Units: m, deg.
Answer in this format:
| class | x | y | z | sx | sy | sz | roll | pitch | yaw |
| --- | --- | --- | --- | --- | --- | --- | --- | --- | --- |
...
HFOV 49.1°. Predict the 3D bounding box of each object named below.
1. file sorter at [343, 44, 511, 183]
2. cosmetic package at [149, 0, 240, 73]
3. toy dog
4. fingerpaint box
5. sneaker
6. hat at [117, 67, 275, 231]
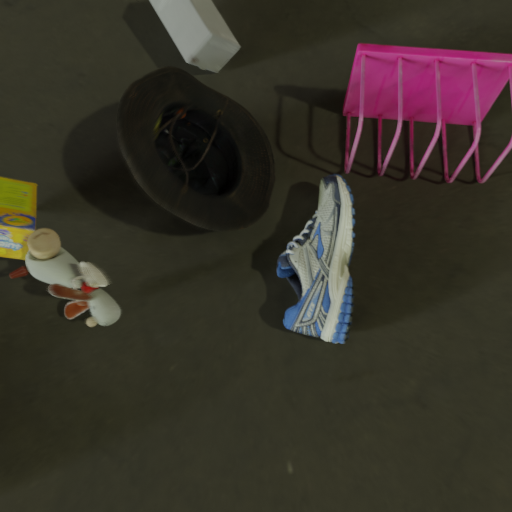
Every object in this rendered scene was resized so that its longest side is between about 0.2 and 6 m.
| class | x | y | z | sx | sy | sz | roll | pitch | yaw |
| --- | --- | --- | --- | --- | --- | --- | --- | --- | --- |
| file sorter | 2.531 | -2.026 | 8.461 | 2.279 | 1.584 | 1.429 | 5 | 69 | 2 |
| cosmetic package | -1.072 | -3.984 | 9.464 | 0.736 | 0.872 | 1.632 | -41 | 73 | 29 |
| toy dog | -2.610 | 0.382 | 7.406 | 1.622 | 1.069 | 0.781 | 34 | 63 | 31 |
| fingerpaint box | -3.906 | -0.613 | 7.778 | 1.533 | 0.562 | 1.279 | 9 | 33 | -27 |
| sneaker | 0.832 | -0.060 | 7.930 | 1.081 | 0.977 | 2.537 | 3 | 66 | 6 |
| hat | -1.003 | -1.359 | 8.210 | 2.620 | 1.057 | 2.620 | 18 | 60 | -33 |
